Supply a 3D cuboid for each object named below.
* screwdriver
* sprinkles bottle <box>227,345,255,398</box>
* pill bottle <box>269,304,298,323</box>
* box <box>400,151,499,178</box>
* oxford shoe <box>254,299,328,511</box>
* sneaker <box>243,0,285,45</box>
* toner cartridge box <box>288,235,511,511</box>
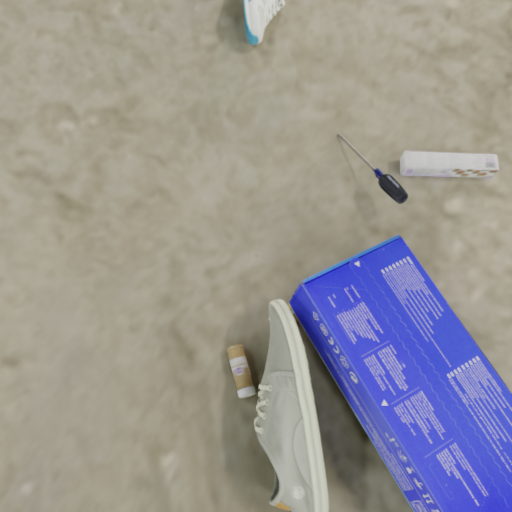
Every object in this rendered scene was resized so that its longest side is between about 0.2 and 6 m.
[{"bbox_3d":[2.151,-1.719,10.459,0.307,0.294,2.109,-31,56,3],"label":"screwdriver"},{"bbox_3d":[-0.253,1.910,9.279,0.287,0.287,0.841,-15,69,-6],"label":"sprinkles bottle"},{"bbox_3d":[0.543,1.025,9.589,0.615,0.342,0.342,-27,72,-10],"label":"pill bottle"},{"bbox_3d":[3.654,-1.728,10.636,1.777,0.344,0.368,1,69,0],"label":"box"},{"bbox_3d":[0.408,2.298,8.612,0.951,1.239,3.294,-7,77,0],"label":"oxford shoe"},{"bbox_3d":[0.174,-5.391,11.798,0.854,0.809,2.114,5,71,2],"label":"sneaker"},{"bbox_3d":[2.521,1.971,8.723,2.071,0.941,4.360,-23,71,-21],"label":"toner cartridge box"}]
